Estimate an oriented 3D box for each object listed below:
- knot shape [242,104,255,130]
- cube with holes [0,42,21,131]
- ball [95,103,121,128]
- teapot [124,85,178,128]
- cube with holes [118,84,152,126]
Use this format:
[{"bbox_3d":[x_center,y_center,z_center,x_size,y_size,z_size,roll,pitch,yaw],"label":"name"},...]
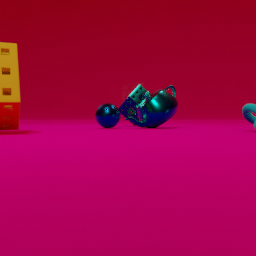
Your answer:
[{"bbox_3d":[3.074,-0.220,5.892,1.054,0.520,1.126,-1,14,-10],"label":"knot shape"},{"bbox_3d":[-2.634,-0.716,5.075,1.190,1.190,1.190,-2,-22,-24],"label":"cube with holes"},{"bbox_3d":[-0.574,-0.352,8.015,0.726,0.726,0.726,0,2,0],"label":"ball"},{"bbox_3d":[0.742,-0.594,8.223,2.029,0.993,1.262,-41,10,-23],"label":"teapot"},{"bbox_3d":[0.337,-0.814,10.031,0.886,0.886,0.886,-45,5,48],"label":"cube with holes"}]
